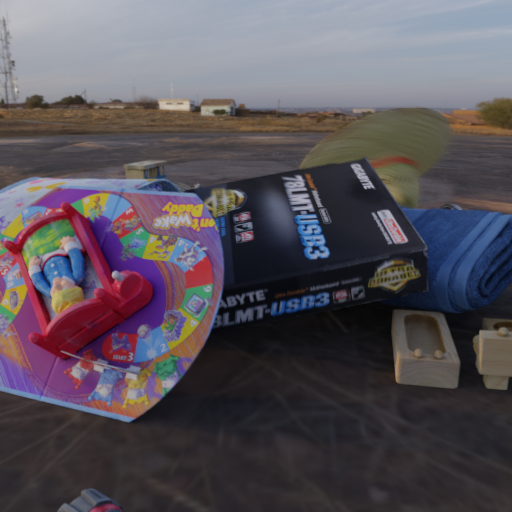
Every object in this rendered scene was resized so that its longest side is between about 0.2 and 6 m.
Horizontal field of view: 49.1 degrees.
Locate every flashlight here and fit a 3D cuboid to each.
[{"bbox_3d":[-0.730,2.032,3.575,1.468,0.497,0.499,12,23,39],"label":"flashlight"}]

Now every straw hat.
[{"bbox_3d":[2.608,-1.272,11.683,3.652,1.545,3.652,-13,-24,-6],"label":"straw hat"}]

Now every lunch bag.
[{"bbox_3d":[-2.856,-0.288,9.093,2.662,1.996,3.140,4,26,19],"label":"lunch bag"}]

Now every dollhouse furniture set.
[{"bbox_3d":[2.781,0.472,6.888,2.033,1.657,1.934,3,16,11],"label":"dollhouse furniture set"},{"bbox_3d":[-2.555,-1.982,16.044,1.910,1.346,1.338,5,17,20],"label":"dollhouse furniture set"}]

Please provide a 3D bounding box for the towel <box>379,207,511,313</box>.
[{"bbox_3d":[2.075,-0.009,9.129,3.972,0.964,2.217,9,34,43],"label":"towel"}]

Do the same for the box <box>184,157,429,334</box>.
[{"bbox_3d":[0.494,-0.317,8.282,3.171,0.794,3.195,-12,32,3],"label":"box"}]

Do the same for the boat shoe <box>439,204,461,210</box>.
[{"bbox_3d":[3.303,-0.368,10.156,0.697,0.660,1.993,-19,33,46],"label":"boat shoe"}]

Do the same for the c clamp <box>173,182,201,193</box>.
[{"bbox_3d":[-2.102,-1.412,14.765,1.432,0.227,1.676,29,63,26],"label":"c clamp"}]

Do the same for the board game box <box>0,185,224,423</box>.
[{"bbox_3d":[-2.070,0.226,6.288,3.431,2.711,0.668,7,-24,21],"label":"board game box"}]
